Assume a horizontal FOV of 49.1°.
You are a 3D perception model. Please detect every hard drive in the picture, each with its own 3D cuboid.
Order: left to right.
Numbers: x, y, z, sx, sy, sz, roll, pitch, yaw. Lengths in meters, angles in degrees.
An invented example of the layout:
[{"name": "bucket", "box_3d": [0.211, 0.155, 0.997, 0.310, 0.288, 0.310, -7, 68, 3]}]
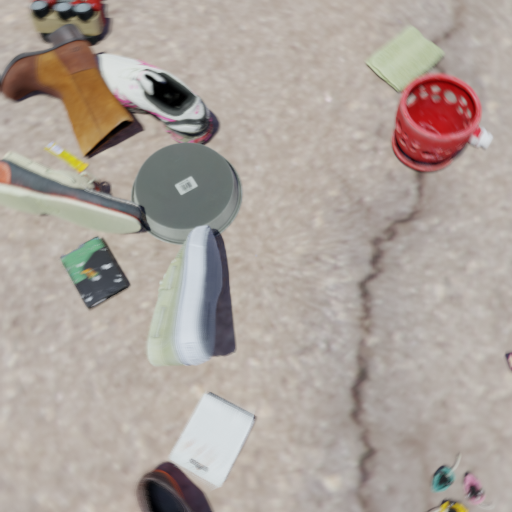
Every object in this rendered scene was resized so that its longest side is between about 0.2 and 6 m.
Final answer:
[{"name": "hard drive", "box_3d": [-3.128, 0.320, 10.770, 0.860, 0.233, 1.231, -31, 72, -12]}]

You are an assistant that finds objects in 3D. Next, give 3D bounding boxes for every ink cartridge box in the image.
[{"name": "ink cartridge box", "box_3d": [-0.745, 3.154, 9.645, 0.988, 0.292, 1.234, 26, 73, 9]}]

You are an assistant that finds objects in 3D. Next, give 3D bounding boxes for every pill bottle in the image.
[{"name": "pill bottle", "box_3d": [4.591, -2.549, 11.813, 0.687, 0.386, 0.386, 27, 71, 10]}]

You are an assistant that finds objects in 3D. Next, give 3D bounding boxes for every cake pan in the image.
[{"name": "cake pan", "box_3d": [-1.423, -1.342, 11.324, 2.292, 0.420, 2.292, 0, 69, 0]}]

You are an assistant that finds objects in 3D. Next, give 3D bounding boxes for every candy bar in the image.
[{"name": "candy bar", "box_3d": [-4.007, -2.087, 11.777, 1.060, 0.117, 0.264, 33, 68, 13]}]

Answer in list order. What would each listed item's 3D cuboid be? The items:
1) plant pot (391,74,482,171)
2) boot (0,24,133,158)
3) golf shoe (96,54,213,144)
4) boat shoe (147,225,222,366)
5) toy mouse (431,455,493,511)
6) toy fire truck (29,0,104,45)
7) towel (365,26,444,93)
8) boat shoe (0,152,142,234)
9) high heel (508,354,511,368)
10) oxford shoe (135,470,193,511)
[{"name": "plant pot", "box_3d": [3.523, -2.618, 11.281, 1.563, 1.424, 1.563, 0, 69, 0]}, {"name": "boot", "box_3d": [-4.058, -3.198, 11.875, 2.355, 0.857, 2.501, -29, 87, 8]}, {"name": "golf shoe", "box_3d": [-2.250, -3.558, 11.656, 3.101, 1.428, 1.126, 30, 75, 14]}, {"name": "boat shoe", "box_3d": [-1.233, 0.568, 9.726, 0.980, 1.137, 3.158, -11, 36, 10]}, {"name": "toy mouse", "box_3d": [3.355, 3.884, 9.372, 1.176, 0.227, 1.045, 5, 69, 2]}, {"name": "toy fire truck", "box_3d": [-4.249, -5.887, 12.847, 1.534, 1.121, 1.743, 3, 57, 2]}, {"name": "towel", "box_3d": [3.367, -4.437, 12.609, 1.573, 0.287, 1.167, -40, 75, -14]}, {"name": "boat shoe", "box_3d": [-3.682, -1.246, 10.955, 3.242, 1.154, 1.014, 14, 66, 10]}, {"name": "high heel", "box_3d": [4.935, 2.819, 9.402, 1.186, 0.832, 2.472, 11, 64, -6]}, {"name": "oxford shoe", "box_3d": [-1.127, 4.509, 8.739, 0.890, 0.907, 2.502, -38, 75, -17]}]
